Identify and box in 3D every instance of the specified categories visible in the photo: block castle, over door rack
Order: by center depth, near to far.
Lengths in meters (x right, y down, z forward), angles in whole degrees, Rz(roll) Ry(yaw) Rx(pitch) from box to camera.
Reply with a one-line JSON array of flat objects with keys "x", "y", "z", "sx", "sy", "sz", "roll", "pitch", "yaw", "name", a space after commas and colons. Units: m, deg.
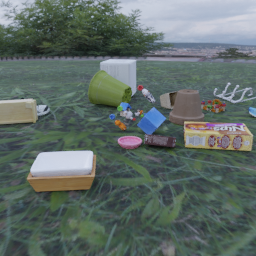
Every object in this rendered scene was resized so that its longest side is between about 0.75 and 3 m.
[{"x": 4.443, "y": -1.193, "z": 14.555, "sx": 0.757, "sy": 0.531, "sz": 1.132, "roll": -12, "pitch": 22, "yaw": -33, "name": "block castle"}, {"x": 6.891, "y": -2.151, "z": 16.886, "sx": 2.720, "sy": 0.906, "sz": 2.009, "roll": -4, "pitch": 20, "yaw": -12, "name": "over door rack"}]

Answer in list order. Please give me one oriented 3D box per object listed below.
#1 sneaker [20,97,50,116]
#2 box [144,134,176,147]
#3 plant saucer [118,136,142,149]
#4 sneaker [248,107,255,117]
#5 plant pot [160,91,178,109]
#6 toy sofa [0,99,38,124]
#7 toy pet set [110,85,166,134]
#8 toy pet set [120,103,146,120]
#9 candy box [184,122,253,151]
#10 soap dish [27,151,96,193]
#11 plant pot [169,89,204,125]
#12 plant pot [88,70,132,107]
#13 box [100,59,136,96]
[{"x": -4.808, "y": -1.012, "z": 13.424, "sx": 2.085, "sy": 0.914, "sz": 0.789, "roll": -9, "pitch": 18, "yaw": -29, "name": "sneaker"}, {"x": 1.119, "y": 0.439, "z": 9.702, "sx": 1.005, "sy": 0.376, "sz": 0.503, "roll": 4, "pitch": -2, "yaw": 19, "name": "box"}, {"x": 0.066, "y": 0.523, "z": 9.885, "sx": 0.853, "sy": 0.216, "sz": 0.853, "roll": 1, "pitch": 18, "yaw": 0, "name": "plant saucer"}, {"x": 6.561, "y": -0.849, "z": 13.141, "sx": 1.697, "sy": 0.763, "sz": 0.665, "roll": 8, "pitch": 20, "yaw": 23, "name": "sneaker"}, {"x": 2.217, "y": -1.499, "z": 15.149, "sx": 0.755, "sy": 0.852, "sz": 0.853, "roll": 0, "pitch": 13, "yaw": 46, "name": "plant pot"}, {"x": -5.245, "y": -0.702, "z": 12.418, "sx": 2.307, "sy": 0.955, "sz": 1.126, "roll": -5, "pitch": 14, "yaw": -16, "name": "toy sofa"}, {"x": 0.417, "y": -0.519, "z": 10.948, "sx": 1.766, "sy": 1.891, "sz": 1.004, "roll": 43, "pitch": 6, "yaw": 4, "name": "toy pet set"}, {"x": 0.184, "y": -0.867, "z": 13.443, "sx": 1.078, "sy": 0.613, "sz": 1.155, "roll": 12, "pitch": 21, "yaw": 31, "name": "toy pet set"}, {"x": 3.141, "y": 0.266, "z": 10.018, "sx": 2.209, "sy": 0.624, "sz": 1.288, "roll": 2, "pitch": 19, "yaw": 9, "name": "candy box"}, {"x": -1.661, "y": 1.126, "z": 7.363, "sx": 1.621, "sy": 0.658, "sz": 1.275, "roll": -1, "pitch": 18, "yaw": -5, "name": "soap dish"}, {"x": 2.656, "y": -0.971, "z": 12.563, "sx": 1.585, "sy": 1.382, "sz": 1.585, "roll": 0, "pitch": 20, "yaw": 0, "name": "plant pot"}, {"x": -0.836, "y": -1.919, "z": 15.169, "sx": 1.862, "sy": 1.961, "sz": 1.961, "roll": 22, "pitch": 26, "yaw": 21, "name": "plant pot"}, {"x": -0.529, "y": -3.057, "z": 17.136, "sx": 1.813, "sy": 2.106, "sz": 2.116, "roll": 4, "pitch": 20, "yaw": 13, "name": "box"}]
